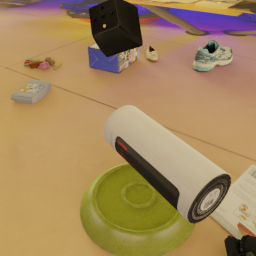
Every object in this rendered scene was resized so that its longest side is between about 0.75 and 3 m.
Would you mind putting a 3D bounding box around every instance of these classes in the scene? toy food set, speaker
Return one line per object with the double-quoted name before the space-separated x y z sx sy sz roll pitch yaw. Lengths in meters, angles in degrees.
"toy food set" -3.710 -2.767 11.871 1.651 0.260 1.050 5 35 7
"speaker" 0.516 0.462 4.600 0.895 0.895 2.205 -22 42 -28

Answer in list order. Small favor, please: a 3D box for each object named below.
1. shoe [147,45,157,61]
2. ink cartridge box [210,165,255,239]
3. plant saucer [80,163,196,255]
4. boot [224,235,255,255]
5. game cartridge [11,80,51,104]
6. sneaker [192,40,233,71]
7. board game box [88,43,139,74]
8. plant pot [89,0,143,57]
"shoe" 1.055 -3.375 12.656 0.470 0.359 1.344 -3 35 -4
"ink cartridge box" 2.662 1.721 5.372 1.485 0.373 1.711 -41 47 -11
"plant saucer" 0.209 1.460 5.730 2.400 0.373 2.400 0 34 0
"boot" 2.193 2.246 4.502 1.190 0.454 1.000 2 39 14
"game cartridge" -3.303 -1.300 9.792 0.923 0.288 1.387 4 35 13
"sneaker" 3.705 -3.157 11.740 2.418 1.044 0.938 -29 44 -35
"board game box" -0.571 -3.173 11.891 1.473 0.895 1.848 17 38 23
"plant pot" -0.394 -2.743 7.471 1.179 1.176 1.046 -11 -9 23
